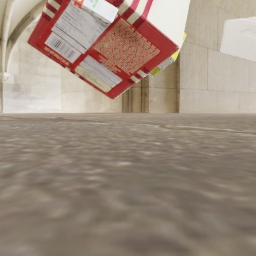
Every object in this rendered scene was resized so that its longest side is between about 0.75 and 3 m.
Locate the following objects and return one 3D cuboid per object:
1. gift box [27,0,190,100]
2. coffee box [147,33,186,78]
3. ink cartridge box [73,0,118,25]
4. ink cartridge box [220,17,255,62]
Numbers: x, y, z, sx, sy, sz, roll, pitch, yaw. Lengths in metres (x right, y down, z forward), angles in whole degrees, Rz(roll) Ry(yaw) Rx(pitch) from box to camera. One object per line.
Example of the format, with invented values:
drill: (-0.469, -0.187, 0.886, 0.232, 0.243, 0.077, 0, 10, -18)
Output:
gift box: (-0.479, -2.691, 6.335, 2.745, 2.778, 2.975, 36, -37, -27)
coffee box: (0.889, -2.878, 9.553, 1.412, 1.410, 1.397, 37, -33, -18)
ink cartridge box: (-0.580, -1.755, 3.896, 0.845, 0.213, 0.461, 24, 9, -19)
ink cartridge box: (3.199, -2.054, 6.369, 1.799, 0.756, 1.309, -20, 35, -33)
